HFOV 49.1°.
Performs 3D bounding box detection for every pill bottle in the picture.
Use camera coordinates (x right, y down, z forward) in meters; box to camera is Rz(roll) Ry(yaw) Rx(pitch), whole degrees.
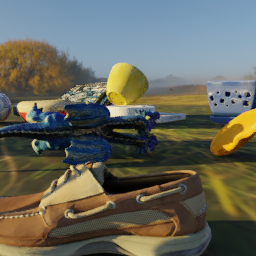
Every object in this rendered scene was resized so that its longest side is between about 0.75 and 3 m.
[{"bbox_3d":[-5.092,-0.681,9.631,1.066,1.066,1.880,2,6,23],"label":"pill bottle"}]

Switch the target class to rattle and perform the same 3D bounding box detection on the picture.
[{"bbox_3d":[2.609,0.305,3.279,2.657,1.898,1.730,15,38,0],"label":"rattle"}]

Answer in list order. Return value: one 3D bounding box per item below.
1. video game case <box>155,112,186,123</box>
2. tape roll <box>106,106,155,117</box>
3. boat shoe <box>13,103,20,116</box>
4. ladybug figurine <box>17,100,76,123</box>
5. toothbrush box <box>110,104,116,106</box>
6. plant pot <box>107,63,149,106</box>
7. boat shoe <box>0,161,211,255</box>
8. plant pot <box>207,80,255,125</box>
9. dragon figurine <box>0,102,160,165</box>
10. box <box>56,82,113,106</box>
[{"bbox_3d":[0.788,-0.452,11.354,2.443,0.280,2.223,5,7,33],"label":"video game case"},{"bbox_3d":[-0.054,-0.367,8.710,1.796,0.628,1.796,0,6,0],"label":"tape roll"},{"bbox_3d":[-3.695,-0.507,10.713,0.571,0.515,1.588,-7,-18,32],"label":"boat shoe"},{"bbox_3d":[-2.597,-0.498,9.015,2.195,0.789,1.490,2,8,31],"label":"ladybug figurine"},{"bbox_3d":[-1.626,-1.373,13.618,2.326,0.992,1.703,7,38,42],"label":"toothbrush box"},{"bbox_3d":[-0.158,-1.363,9.743,1.467,1.467,1.041,4,51,38],"label":"plant pot"},{"bbox_3d":[-0.219,0.421,1.605,1.353,0.486,0.512,0,6,-1],"label":"boat shoe"},{"bbox_3d":[3.595,-0.820,9.207,1.586,1.426,1.586,4,7,39],"label":"plant pot"},{"bbox_3d":[-0.682,0.052,3.779,1.322,0.782,2.658,5,7,44],"label":"dragon figurine"},{"bbox_3d":[-1.822,-1.130,11.617,2.619,0.602,2.082,4,38,39],"label":"box"}]
